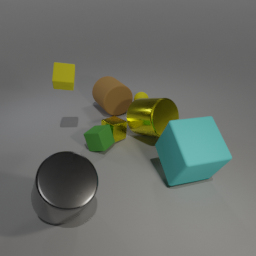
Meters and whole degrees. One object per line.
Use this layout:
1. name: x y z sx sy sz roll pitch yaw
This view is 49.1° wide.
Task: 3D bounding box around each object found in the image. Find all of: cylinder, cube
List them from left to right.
1. cylinder: -1.556 1.464 6.758 1.400 1.400 1.400 11 57 -17
2. cube: -2.205 -1.763 9.653 0.700 0.700 0.700 4 -16 -10
3. cube: -1.003 0.352 9.857 0.700 0.700 0.700 -3 23 34
4. cylinder: -0.709 -1.449 12.506 1.400 1.400 1.400 -14 32 -23
5. cube: -0.527 0.041 10.445 0.700 0.700 0.700 25 31 38
6. cylinder: 0.899 -0.399 10.287 1.400 1.400 1.400 -23 17 -34
7. cube: 1.801 0.662 8.056 1.400 1.400 1.400 -6 59 -19

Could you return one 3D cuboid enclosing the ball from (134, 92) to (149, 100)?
1. ball: 0.619 -1.332 13.050 0.700 0.700 0.700 0 29 0
